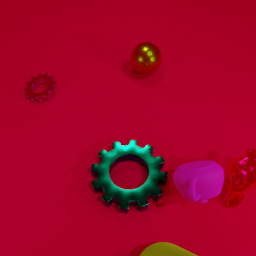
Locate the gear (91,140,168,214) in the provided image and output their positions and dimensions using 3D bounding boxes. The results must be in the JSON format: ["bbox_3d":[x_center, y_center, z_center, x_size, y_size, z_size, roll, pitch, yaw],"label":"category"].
[{"bbox_3d":[0.027,1.191,7.180,1.913,0.354,1.913,0,53,0],"label":"gear"}]

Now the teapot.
[{"bbox_3d":[1.621,1.228,6.315,1.123,1.805,0.884,-11,91,25],"label":"teapot"}]

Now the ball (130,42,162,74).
[{"bbox_3d":[0.599,-2.308,9.262,1.057,1.057,1.057,0,53,0],"label":"ball"}]

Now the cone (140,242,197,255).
[{"bbox_3d":[1.087,2.644,5.088,1.520,1.526,1.520,13,49,-16],"label":"cone"}]

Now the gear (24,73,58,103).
[{"bbox_3d":[-2.798,-1.299,9.013,1.053,0.195,1.053,-4,61,8],"label":"gear"}]

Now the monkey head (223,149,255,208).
[{"bbox_3d":[2.835,1.199,6.550,1.126,0.943,1.565,23,82,22],"label":"monkey head"}]
